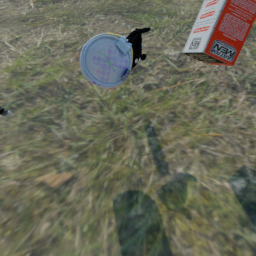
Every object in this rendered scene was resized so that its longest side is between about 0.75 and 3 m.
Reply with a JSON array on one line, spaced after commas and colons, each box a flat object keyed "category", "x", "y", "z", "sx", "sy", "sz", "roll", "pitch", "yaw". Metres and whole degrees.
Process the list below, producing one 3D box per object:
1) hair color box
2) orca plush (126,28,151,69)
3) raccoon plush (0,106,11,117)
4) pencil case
[{"category": "hair color box", "x": 2.481, "y": -3.036, "z": 6.790, "sx": 0.886, "sy": 2.894, "sz": 1.469, "roll": 20, "pitch": 11, "yaw": -14}, {"category": "orca plush", "x": 0.265, "y": -2.258, "z": 7.418, "sx": 0.802, "sy": 0.542, "sz": 1.524, "roll": 34, "pitch": 60, "yaw": -2}, {"category": "raccoon plush", "x": -2.722, "y": -0.420, "z": 5.532, "sx": 0.876, "sy": 0.424, "sz": 0.587, "roll": 22, "pitch": 18, "yaw": -27}, {"category": "pencil case", "x": -0.529, "y": -1.429, "z": 6.061, "sx": 0.961, "sy": 1.049, "sz": 2.312, "roll": 30, "pitch": 4, "yaw": -13}]
